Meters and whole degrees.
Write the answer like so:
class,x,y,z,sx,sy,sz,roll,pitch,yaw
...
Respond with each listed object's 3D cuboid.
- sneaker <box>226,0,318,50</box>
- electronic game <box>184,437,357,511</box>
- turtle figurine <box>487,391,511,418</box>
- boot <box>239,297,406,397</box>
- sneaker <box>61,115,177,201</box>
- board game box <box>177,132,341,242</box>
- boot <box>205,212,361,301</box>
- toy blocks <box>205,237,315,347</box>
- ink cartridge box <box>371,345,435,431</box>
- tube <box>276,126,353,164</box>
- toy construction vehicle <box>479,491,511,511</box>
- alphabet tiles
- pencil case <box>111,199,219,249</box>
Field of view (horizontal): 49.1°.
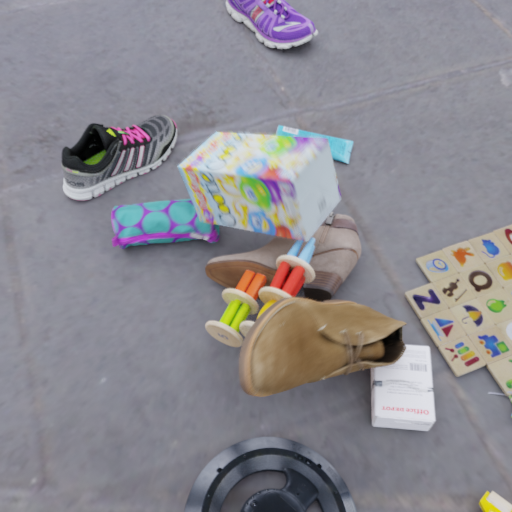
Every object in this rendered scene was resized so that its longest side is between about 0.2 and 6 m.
class,x,y,z,sx,sy,sz,roll,pitch,yaw
sneaker,0.286,-6.623,14.937,3.157,1.317,1.273,40,65,22
electronic game,0.244,4.026,8.314,2.672,0.556,2.672,5,53,-6
turtle figurine,4.513,2.374,9.444,0.741,0.550,0.765,-25,57,-16
boot,1.127,1.290,8.335,1.326,1.293,3.514,8,9,37
sneaker,-2.969,-2.384,12.145,2.942,1.287,1.085,-35,63,-21
board game box,0.048,-1.291,9.868,2.429,1.251,1.274,12,47,35
boot,0.626,-0.151,10.994,2.795,0.982,2.044,12,50,9
toy blocks,0.170,0.554,9.557,1.662,0.724,1.994,-7,45,49
ink cartridge box,2.456,2.217,9.505,0.966,0.563,1.335,3,55,6
tube,1.314,-2.579,12.833,1.764,0.445,0.683,14,66,3
toy construction vehicle,3.473,4.425,8.180,1.390,0.562,1.596,30,58,31
alphabet tiles,4.870,0.869,10.657,3.676,0.116,3.059,-18,57,-13
pencil case,-1.799,-0.630,11.231,2.078,0.884,0.960,-5,47,-2
